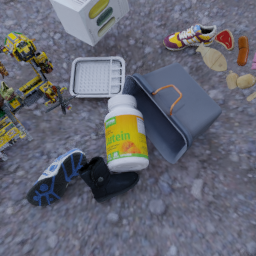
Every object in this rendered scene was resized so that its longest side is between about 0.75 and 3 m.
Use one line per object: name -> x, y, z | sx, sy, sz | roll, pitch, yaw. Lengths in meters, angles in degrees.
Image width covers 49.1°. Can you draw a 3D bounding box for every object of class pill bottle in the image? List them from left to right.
pill bottle -> -0.089, 0.148, 8.544 | 1.214, 1.214, 2.186 | -5, 69, -2

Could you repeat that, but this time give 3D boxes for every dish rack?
dish rack -> -1.026, -1.699, 9.690 | 1.850, 0.403, 1.588 | 0, 70, 2

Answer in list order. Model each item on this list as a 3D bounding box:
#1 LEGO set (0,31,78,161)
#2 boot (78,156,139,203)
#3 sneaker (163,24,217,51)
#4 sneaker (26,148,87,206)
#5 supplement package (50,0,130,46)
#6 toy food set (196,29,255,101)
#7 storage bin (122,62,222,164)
LEGO set -> -2.777, -0.670, 6.663 | 2.988, 2.298, 1.731 | -36, 53, -20
boot -> -0.526, 1.338, 8.052 | 1.525, 1.281, 0.582 | -26, 30, -6
sneaker -> 2.228, -3.364, 10.119 | 1.889, 0.851, 0.708 | -9, 69, -4
sneaker -> -2.086, 1.463, 8.345 | 2.187, 0.843, 0.828 | -40, 111, 1
supplement package -> -1.135, -3.827, 8.675 | 1.370, 1.380, 1.818 | 34, 74, 26
toy food set -> 2.732, -1.663, 6.906 | 1.235, 0.306, 1.943 | -44, 71, 29
storage bin -> 1.410, -0.723, 8.626 | 1.890, 2.047, 2.813 | -31, 71, -22
